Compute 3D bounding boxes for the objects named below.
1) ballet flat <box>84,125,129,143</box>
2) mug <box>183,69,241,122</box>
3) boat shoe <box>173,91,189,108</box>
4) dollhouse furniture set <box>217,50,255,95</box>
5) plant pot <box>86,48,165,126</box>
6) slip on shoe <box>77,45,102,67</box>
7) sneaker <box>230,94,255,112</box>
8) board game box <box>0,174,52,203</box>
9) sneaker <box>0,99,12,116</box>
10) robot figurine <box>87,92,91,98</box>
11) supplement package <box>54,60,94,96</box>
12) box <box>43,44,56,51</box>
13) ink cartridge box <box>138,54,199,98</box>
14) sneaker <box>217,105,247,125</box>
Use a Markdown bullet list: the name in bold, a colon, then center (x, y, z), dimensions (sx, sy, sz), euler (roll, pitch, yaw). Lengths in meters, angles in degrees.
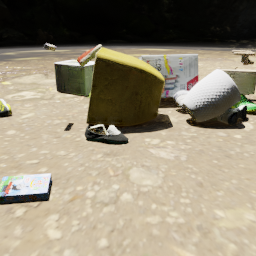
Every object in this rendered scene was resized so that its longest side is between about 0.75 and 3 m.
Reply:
- **ballet flat**: center (-0.768, 0.186, 9.765), dimensions (1.604, 0.549, 0.545), euler (4, 18, 10)
- **mug**: center (3.329, -1.196, 11.809), dimensions (1.924, 1.620, 2.194), euler (-36, -2, 2)
- **boat shoe**: center (3.384, -1.247, 13.336), dimensions (2.526, 0.895, 0.882), euler (-1, 50, -28)
- **dollhouse furniture set**: center (5.305, -2.537, 14.141), dimensions (1.768, 2.496, 2.717), euler (5, 21, 13)
- **plant pot**: center (-0.034, -1.648, 11.795), dimensions (2.842, 2.778, 2.760), euler (9, 20, -4)
- **slip on shoe**: center (-1.788, -3.459, 13.105), dimensions (1.469, 0.544, 0.449), euler (-42, 71, -17)
- **sneaker**: center (5.325, -1.203, 13.139), dimensions (0.674, 0.760, 1.819), euler (-11, 24, -29)
- **board game box**: center (-2.535, 1.462, 6.872), dimensions (1.199, 0.219, 0.907), euler (-2, 20, -8)
- **sneaker**: center (-5.842, -0.937, 12.712), dimensions (0.646, 0.568, 1.527), euler (-19, 28, -40)
- **robot figurine**: center (-1.294, -1.617, 14.092), dimensions (1.324, 0.873, 1.509), euler (18, 27, 40)
- **supplement package**: center (-2.894, -3.034, 16.611), dimensions (2.276, 1.714, 1.727), euler (12, 24, 28)
- **box**: center (-2.989, -3.091, 10.745), dimensions (0.174, 0.186, 0.900), euler (29, 14, -3)
- **ink cartridge box**: center (1.901, -2.613, 14.435), dimensions (2.881, 2.093, 2.084), euler (-4, 7, -7)
- **sneaker**: center (4.461, -0.621, 11.841), dimensions (1.749, 0.652, 0.762), euler (-16, 21, -38)
